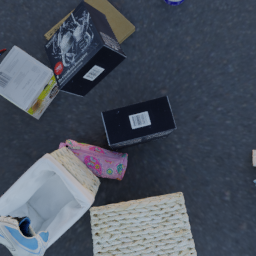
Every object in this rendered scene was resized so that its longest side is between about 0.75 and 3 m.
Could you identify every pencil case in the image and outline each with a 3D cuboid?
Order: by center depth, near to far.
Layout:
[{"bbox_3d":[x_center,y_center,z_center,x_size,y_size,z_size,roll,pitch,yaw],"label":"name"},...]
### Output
[{"bbox_3d":[-1.186,1.075,9.537,2.319,1.014,1.014,15,80,2],"label":"pencil case"}]

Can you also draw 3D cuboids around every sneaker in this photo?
[{"bbox_3d":[-2.544,2.125,5.954,2.080,0.748,0.754,17,70,23],"label":"sneaker"}]

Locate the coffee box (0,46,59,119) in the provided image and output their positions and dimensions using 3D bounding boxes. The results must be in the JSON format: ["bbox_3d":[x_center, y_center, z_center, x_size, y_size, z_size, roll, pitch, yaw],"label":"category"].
[{"bbox_3d":[-3.483,-1.489,9.704,1.595,1.578,1.593,33,81,4],"label":"coffee box"}]

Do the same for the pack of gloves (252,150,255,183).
[{"bbox_3d":[5.256,1.609,9.218,2.169,0.428,1.823,5,44,19],"label":"pack of gloves"}]

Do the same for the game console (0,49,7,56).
[{"bbox_3d":[-3.996,-1.409,7.769,1.479,0.878,1.275,-17,81,40],"label":"game console"}]

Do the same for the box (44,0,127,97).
[{"bbox_3d":[-1.124,-1.908,6.973,1.659,0.864,1.511,-38,62,27],"label":"box"}]

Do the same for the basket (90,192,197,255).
[{"bbox_3d":[0.383,3.263,8.287,2.799,2.774,2.251,-10,76,-1],"label":"basket"}]

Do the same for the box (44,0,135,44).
[{"bbox_3d":[-1.452,-3.662,10.764,2.735,0.291,2.236,-44,83,-8],"label":"box"}]

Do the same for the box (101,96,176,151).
[{"bbox_3d":[0.318,-0.079,9.277,2.116,1.927,1.102,-14,80,-3],"label":"box"}]

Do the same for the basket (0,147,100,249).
[{"bbox_3d":[-2.415,2.163,8.497,2.854,1.760,1.934,-44,91,14],"label":"basket"}]

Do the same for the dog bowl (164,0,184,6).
[{"bbox_3d":[1.832,-5.363,11.028,0.980,0.386,0.980,0,80,0],"label":"dog bowl"}]
